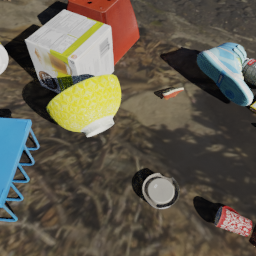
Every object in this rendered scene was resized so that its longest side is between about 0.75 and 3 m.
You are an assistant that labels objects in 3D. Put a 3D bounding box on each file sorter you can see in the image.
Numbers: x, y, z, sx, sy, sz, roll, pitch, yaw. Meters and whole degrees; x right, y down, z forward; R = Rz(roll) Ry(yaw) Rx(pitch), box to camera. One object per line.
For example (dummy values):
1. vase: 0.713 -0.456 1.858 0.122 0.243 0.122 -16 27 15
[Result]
1. file sorter: -3.833 1.186 8.094 1.803 1.594 2.598 4 55 3

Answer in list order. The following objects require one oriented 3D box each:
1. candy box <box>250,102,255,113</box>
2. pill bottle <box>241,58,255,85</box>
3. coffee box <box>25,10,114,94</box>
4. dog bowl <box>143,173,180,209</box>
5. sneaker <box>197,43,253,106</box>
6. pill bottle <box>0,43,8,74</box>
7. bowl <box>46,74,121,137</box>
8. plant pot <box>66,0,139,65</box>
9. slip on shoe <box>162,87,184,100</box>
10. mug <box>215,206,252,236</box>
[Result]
1. candy box: 5.444 -0.956 10.457 1.721 0.227 0.880 -34 54 -22
2. pill bottle: 4.925 -2.173 10.894 0.836 0.836 1.469 -30 49 -20
3. coffee box: -2.039 -2.643 10.467 2.175 2.196 2.199 25 58 17
4. dog bowl: 0.972 1.901 8.361 1.095 0.321 1.095 0 54 0
5. sneaker: 4.021 -2.169 10.375 1.721 1.048 2.636 -32 74 -17
6. pill bottle: -6.257 -3.440 11.390 1.657 1.657 2.977 -33 60 -21
7. bowl: -1.194 -0.516 9.104 2.510 2.510 1.350 -25 84 -17
8. plant pot: -1.168 -4.498 11.785 2.563 2.259 2.561 26 59 17
9. slip on shoe: 1.734 -1.337 10.729 1.010 0.309 0.374 -26 24 -31
10. mug: 2.942 2.531 7.774 0.851 0.568 0.756 20 58 10
